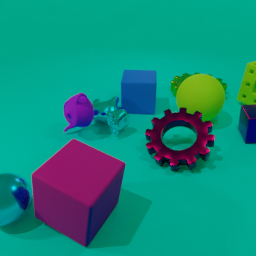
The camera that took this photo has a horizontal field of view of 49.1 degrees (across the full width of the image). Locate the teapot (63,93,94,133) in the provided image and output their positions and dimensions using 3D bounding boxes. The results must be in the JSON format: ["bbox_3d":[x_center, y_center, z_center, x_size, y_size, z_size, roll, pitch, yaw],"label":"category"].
[{"bbox_3d":[-1.376,-0.393,7.440,0.710,1.449,0.901,-19,60,-39],"label":"teapot"}]

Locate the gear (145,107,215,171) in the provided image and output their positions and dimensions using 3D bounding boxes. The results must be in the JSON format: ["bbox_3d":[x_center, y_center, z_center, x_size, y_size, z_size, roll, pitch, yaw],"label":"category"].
[{"bbox_3d":[1.246,0.238,6.821,1.633,0.302,1.633,-7,55,10],"label":"gear"}]

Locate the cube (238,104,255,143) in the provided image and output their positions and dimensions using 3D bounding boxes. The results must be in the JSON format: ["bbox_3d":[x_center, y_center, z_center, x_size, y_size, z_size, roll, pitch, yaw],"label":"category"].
[{"bbox_3d":[3.486,-0.127,7.516,0.778,0.778,0.778,-3,32,6],"label":"cube"}]

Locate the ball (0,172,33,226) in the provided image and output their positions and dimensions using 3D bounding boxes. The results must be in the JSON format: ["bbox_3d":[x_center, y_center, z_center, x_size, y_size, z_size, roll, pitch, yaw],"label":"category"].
[{"bbox_3d":[-2.273,1.307,5.192,0.964,0.964,0.964,0,33,0],"label":"ball"}]

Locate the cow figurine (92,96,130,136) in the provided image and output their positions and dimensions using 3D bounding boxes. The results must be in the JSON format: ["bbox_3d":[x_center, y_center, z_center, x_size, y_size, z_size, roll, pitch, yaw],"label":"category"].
[{"bbox_3d":[-0.588,-0.350,8.013,1.368,0.751,1.346,-2,36,20],"label":"cow figurine"}]

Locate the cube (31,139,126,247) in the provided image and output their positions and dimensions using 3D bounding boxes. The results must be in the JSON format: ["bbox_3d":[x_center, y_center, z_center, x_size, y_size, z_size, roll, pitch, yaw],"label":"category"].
[{"bbox_3d":[-0.874,1.127,5.067,1.165,1.165,1.165,23,38,17],"label":"cube"}]

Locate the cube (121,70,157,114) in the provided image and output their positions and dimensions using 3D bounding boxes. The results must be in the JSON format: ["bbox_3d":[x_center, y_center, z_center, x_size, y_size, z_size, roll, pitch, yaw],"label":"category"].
[{"bbox_3d":[0.353,-1.164,8.933,1.069,1.069,1.069,2,33,4],"label":"cube"}]

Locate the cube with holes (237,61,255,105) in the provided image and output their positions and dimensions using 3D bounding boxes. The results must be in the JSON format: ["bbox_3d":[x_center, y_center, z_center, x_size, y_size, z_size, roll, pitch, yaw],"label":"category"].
[{"bbox_3d":[4.508,-1.358,8.876,1.261,1.261,1.261,-21,40,-32],"label":"cube with holes"}]

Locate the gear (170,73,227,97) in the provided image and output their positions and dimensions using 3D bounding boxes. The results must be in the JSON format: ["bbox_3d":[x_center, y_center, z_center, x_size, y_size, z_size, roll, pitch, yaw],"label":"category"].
[{"bbox_3d":[2.526,-1.473,10.085,1.922,0.356,1.922,0,33,0],"label":"gear"}]

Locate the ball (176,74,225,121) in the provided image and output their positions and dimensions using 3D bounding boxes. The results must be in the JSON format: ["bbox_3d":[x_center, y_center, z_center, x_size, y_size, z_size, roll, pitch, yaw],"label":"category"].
[{"bbox_3d":[2.097,-0.873,8.145,1.374,1.374,1.374,0,33,0],"label":"ball"}]
